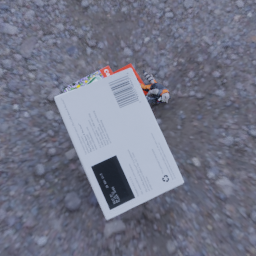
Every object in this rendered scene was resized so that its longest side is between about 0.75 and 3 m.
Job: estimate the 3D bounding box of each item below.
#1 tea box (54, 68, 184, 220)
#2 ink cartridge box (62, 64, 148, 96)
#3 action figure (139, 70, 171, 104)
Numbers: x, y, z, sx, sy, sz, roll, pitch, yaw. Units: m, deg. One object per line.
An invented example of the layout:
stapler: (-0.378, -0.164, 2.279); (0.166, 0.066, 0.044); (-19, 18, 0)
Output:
tea box: (-0.303, 0.412, 6.736); (1.772, 2.609, 2.652); (-23, 87, -10)
ink cartridge box: (-0.641, -1.129, 8.631); (2.407, 0.606, 1.311); (-29, 74, -9)
action figure: (0.709, -1.153, 8.469); (1.305, 0.683, 1.262); (-20, 49, -39)
